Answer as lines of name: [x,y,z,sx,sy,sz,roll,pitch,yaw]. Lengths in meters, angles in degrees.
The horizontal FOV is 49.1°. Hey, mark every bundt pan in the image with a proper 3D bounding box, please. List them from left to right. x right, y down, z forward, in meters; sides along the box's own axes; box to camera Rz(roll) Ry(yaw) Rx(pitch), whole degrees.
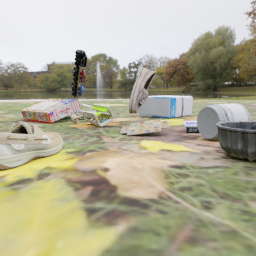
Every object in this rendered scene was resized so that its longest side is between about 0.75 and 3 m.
bundt pan: [2.453,0.239,5.206,1.589,0.596,1.589,-1,7,0]

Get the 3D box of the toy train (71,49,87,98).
toy train: [-1.945,-2.110,11.269,0.532,2.322,0.396,4,47,-14]

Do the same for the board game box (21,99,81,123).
board game box: [-3.283,-0.771,11.850,2.090,0.484,1.584,7,28,43]

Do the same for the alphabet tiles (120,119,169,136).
alphabet tiles: [0.494,-0.026,8.115,1.398,0.044,1.163,-7,16,10]

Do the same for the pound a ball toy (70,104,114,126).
pound a ball toy: [-1.318,-0.338,10.216,1.042,0.679,1.599,-31,21,-23]

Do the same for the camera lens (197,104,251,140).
camera lens: [2.451,-0.163,7.132,1.123,0.899,0.899,-4,8,-28]

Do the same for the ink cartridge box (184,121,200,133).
ink cartridge box: [2.379,-0.036,8.700,1.232,0.293,1.247,0,5,10]

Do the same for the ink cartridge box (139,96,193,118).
ink cartridge box: [1.942,-1.117,14.104,1.764,1.034,2.409,6,9,37]

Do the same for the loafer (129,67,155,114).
loafer: [0.507,-1.353,9.896,0.629,2.000,0.719,10,-30,7]

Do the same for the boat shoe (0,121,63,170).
boat shoe: [-1.820,0.208,5.163,0.730,0.657,2.024,2,8,17]

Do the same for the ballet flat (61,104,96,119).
ballet flat: [-2.232,-0.738,12.555,2.112,0.733,0.733,2,8,19]
